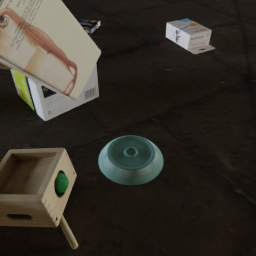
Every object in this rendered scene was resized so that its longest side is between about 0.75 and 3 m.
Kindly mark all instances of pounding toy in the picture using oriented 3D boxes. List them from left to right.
[{"bbox_3d":[-1.777,1.386,5.700,1.718,1.221,1.581,-3,39,13],"label":"pounding toy"}]

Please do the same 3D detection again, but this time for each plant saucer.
[{"bbox_3d":[0.074,0.687,6.986,1.636,0.294,1.636,0,41,0],"label":"plant saucer"}]

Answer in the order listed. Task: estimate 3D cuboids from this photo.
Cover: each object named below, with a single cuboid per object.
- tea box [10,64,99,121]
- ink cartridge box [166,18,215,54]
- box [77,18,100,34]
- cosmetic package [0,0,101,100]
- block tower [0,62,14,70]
[{"bbox_3d":[-2.286,-1.533,8.751,1.976,1.320,1.944,-28,48,-29],"label":"tea box"},{"bbox_3d":[2.715,-4.005,12.099,1.186,0.699,2.060,-20,45,-22],"label":"ink cartridge box"},{"bbox_3d":[-2.078,-4.927,13.495,1.160,0.288,1.151,13,41,15],"label":"box"},{"bbox_3d":[-1.726,-1.579,4.724,1.484,2.870,1.252,26,89,16],"label":"cosmetic package"},{"bbox_3d":[-2.952,-1.779,7.311,1.432,0.387,0.414,-2,66,-24],"label":"block tower"}]
